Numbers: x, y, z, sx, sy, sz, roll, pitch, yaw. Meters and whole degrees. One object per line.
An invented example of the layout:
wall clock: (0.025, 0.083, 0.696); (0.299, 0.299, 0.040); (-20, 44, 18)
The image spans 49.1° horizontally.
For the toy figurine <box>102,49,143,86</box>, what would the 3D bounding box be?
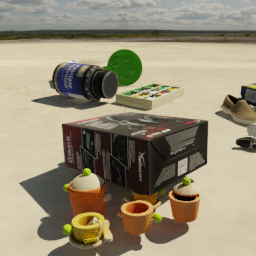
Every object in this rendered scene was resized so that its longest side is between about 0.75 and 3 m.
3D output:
toy figurine: (-0.609, -2.825, 14.125); (2.293, 1.721, 2.110); (-30, 12, -8)

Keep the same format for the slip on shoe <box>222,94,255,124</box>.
slip on shoe: (3.564, -0.593, 8.760); (0.698, 0.557, 1.837); (-3, 21, -8)

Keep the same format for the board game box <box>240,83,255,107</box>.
board game box: (5.411, -0.841, 8.943); (2.575, 0.794, 2.576); (-12, 27, -33)

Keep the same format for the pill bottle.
pill bottle: (-1.629, -1.782, 10.799); (2.422, 1.355, 1.355); (12, 24, 31)

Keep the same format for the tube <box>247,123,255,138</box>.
tube: (3.838, -0.020, 7.545); (1.478, 0.384, 0.429); (-7, 45, -28)

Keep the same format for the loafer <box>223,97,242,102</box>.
loafer: (3.799, -0.879, 9.706); (0.466, 0.420, 1.231); (-4, 23, -21)

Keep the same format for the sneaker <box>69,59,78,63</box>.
sneaker: (-3.023, -2.778, 14.222); (1.207, 1.145, 2.998); (-15, 18, -3)

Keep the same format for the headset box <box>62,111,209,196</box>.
headset box: (0.031, 0.291, 5.407); (2.415, 0.933, 1.797); (11, 17, 43)

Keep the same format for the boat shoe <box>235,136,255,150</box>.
boat shoe: (2.941, 0.371, 6.566); (0.790, 0.284, 0.267); (8, 17, 15)

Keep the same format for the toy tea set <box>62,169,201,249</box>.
toy tea set: (0.035, 0.968, 4.079); (2.038, 0.754, 1.212); (-6, 12, -18)

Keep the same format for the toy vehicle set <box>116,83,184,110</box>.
toy vehicle set: (0.915, -1.308, 10.995); (1.606, 0.343, 2.584); (14, 24, 33)
